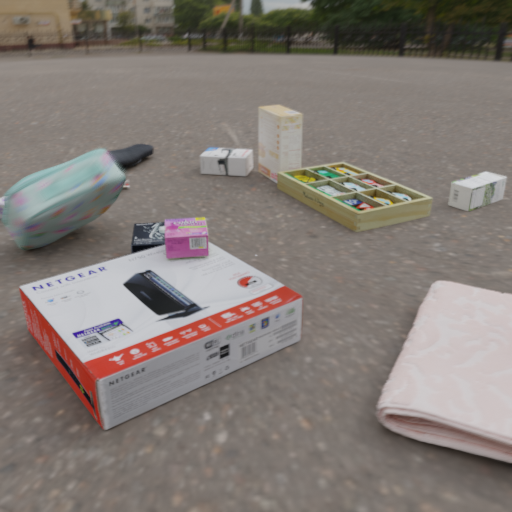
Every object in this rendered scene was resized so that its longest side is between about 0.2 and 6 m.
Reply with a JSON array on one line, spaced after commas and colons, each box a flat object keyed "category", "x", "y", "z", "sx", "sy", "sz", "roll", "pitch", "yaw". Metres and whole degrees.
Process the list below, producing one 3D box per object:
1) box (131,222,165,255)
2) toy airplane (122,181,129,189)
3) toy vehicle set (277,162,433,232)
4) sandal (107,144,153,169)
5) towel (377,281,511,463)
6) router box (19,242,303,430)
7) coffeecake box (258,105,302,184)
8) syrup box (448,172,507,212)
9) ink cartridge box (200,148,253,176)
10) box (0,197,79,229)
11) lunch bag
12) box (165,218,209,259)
[{"category": "box", "x": -1.939, "y": -0.200, "z": 11.142, "sx": 0.999, "sy": 0.619, "sz": 0.982, "roll": -3, "pitch": 28, "yaw": -7}, {"category": "toy airplane", "x": -3.722, "y": -1.982, "z": 15.174, "sx": 0.596, "sy": 0.421, "sz": 0.594, "roll": 5, "pitch": 25, "yaw": 12}, {"category": "toy vehicle set", "x": 2.375, "y": -1.610, "z": 14.327, "sx": 2.221, "sy": 0.474, "sz": 3.574, "roll": -13, "pitch": 28, "yaw": -26}, {"category": "sandal", "x": -3.923, "y": -2.991, "z": 17.276, "sx": 0.897, "sy": 0.505, "sz": 2.360, "roll": 16, "pitch": 25, "yaw": 21}, {"category": "towel", "x": 3.677, "y": 1.574, "z": 7.539, "sx": 3.334, "sy": 0.563, "sz": 3.491, "roll": 13, "pitch": 28, "yaw": 23}, {"category": "router box", "x": -1.489, "y": 0.895, "z": 8.638, "sx": 3.315, "sy": 0.810, "sz": 2.975, "roll": -19, "pitch": 31, "yaw": -34}, {"category": "coffeecake box", "x": 0.657, "y": -3.148, "z": 15.854, "sx": 0.705, "sy": 1.930, "sz": 1.482, "roll": -11, "pitch": 27, "yaw": -22}, {"category": "syrup box", "x": 5.635, "y": -1.652, "z": 14.242, "sx": 1.561, "sy": 0.614, "sz": 0.635, "roll": -19, "pitch": 31, "yaw": -34}, {"category": "ink cartridge box", "x": -0.865, "y": -2.810, "z": 16.716, "sx": 1.396, "sy": 0.588, "sz": 1.009, "roll": 5, "pitch": 26, "yaw": 10}, {"category": "box", "x": -5.030, "y": -1.028, "z": 13.092, "sx": 2.230, "sy": 0.462, "sz": 0.431, "roll": 9, "pitch": 36, "yaw": 16}, {"category": "lunch bag", "x": -3.923, "y": -1.217, "z": 11.526, "sx": 2.416, "sy": 1.937, "sz": 0.931, "roll": -35, "pitch": 84, "yaw": -32}, {"category": "box", "x": -1.214, "y": -0.322, "z": 9.758, "sx": 0.731, "sy": 0.402, "sz": 0.831, "roll": -3, "pitch": 25, "yaw": -7}]
